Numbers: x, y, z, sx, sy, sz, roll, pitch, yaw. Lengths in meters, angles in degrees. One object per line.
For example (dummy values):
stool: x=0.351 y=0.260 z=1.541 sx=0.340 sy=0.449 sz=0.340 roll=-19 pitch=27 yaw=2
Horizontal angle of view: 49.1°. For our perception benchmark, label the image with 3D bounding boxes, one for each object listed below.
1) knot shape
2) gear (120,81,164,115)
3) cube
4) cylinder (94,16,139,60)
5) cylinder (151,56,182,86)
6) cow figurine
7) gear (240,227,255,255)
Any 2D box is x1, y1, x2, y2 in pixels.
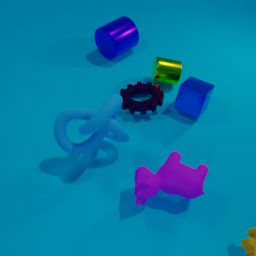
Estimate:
knot shape: x=-0.943 y=-0.005 z=7.153 sx=1.869 sy=1.997 sz=0.923 roll=-16 pitch=63 yaw=-7
gear: x=0.426 y=-1.008 z=9.138 sx=1.460 sy=0.270 sz=1.460 roll=-4 pitch=42 yaw=4
cube: x=2.096 y=-0.992 z=8.865 sx=0.871 sy=0.871 sz=0.871 roll=26 pitch=37 yaw=20
cylinder: x=-0.434 y=-3.486 z=10.844 sx=1.266 sy=1.266 sz=1.266 roll=37 pitch=59 yaw=27
cylinder: x=1.321 y=-1.975 z=9.723 sx=0.875 sy=0.875 sz=0.875 roll=8 pitch=49 yaw=-9
cow figurine: x=0.995 y=1.340 z=6.760 sx=1.658 sy=0.910 sz=1.632 roll=23 pitch=46 yaw=19
gear: x=3.024 y=2.760 z=5.717 sx=1.501 sy=0.278 sz=1.501 roll=11 pitch=55 yaw=-16
